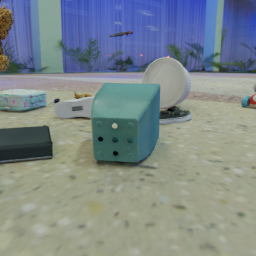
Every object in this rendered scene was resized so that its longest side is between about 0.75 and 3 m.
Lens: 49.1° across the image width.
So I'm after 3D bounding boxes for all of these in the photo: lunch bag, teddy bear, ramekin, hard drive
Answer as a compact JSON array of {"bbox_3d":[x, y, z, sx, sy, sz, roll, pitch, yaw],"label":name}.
[{"bbox_3d":[-5.150,-1.369,13.710,1.814,0.872,2.262,7,16,16],"label":"lunch bag"},{"bbox_3d":[-3.594,-2.519,6.736,1.799,2.482,0.829,14,6,0],"label":"teddy bear"},{"bbox_3d":[2.017,-2.210,14.113,2.505,2.505,1.167,10,6,35],"label":"ramekin"},{"bbox_3d":[-3.486,0.429,7.427,2.817,0.463,1.966,-4,15,-17],"label":"hard drive"}]

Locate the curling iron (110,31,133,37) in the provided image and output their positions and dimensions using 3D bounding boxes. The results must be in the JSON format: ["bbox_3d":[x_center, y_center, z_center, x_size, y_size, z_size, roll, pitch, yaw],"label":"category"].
[{"bbox_3d":[-0.254,-3.714,11.166,1.279,0.163,0.317,-29,-1,-43],"label":"curling iron"}]

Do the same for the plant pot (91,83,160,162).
[{"bbox_3d":[-0.074,-0.115,7.382,1.702,1.701,2.409,2,20,9],"label":"plant pot"}]

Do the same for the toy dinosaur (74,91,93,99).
[{"bbox_3d":[-2.013,-1.479,14.315,1.431,0.814,2.694,-8,16,-32],"label":"toy dinosaur"}]

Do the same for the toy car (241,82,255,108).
[{"bbox_3d":[6.649,-1.832,14.050,1.476,1.602,1.417,9,17,34],"label":"toy car"}]

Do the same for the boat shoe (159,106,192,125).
[{"bbox_3d":[1.773,-0.548,11.039,2.072,0.586,0.711,-11,18,-36],"label":"boat shoe"}]

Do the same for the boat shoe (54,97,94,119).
[{"bbox_3d":[-1.676,-0.843,11.686,2.699,0.968,0.915,-4,14,13],"label":"boat shoe"}]

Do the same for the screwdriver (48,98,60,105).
[{"bbox_3d":[-4.044,-1.416,15.119,0.252,0.242,1.732,30,13,1],"label":"screwdriver"}]
